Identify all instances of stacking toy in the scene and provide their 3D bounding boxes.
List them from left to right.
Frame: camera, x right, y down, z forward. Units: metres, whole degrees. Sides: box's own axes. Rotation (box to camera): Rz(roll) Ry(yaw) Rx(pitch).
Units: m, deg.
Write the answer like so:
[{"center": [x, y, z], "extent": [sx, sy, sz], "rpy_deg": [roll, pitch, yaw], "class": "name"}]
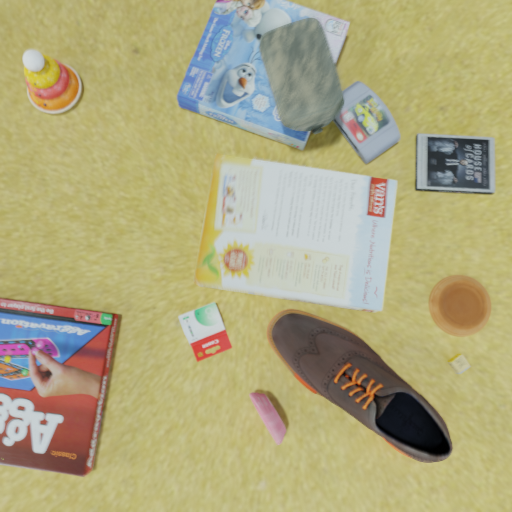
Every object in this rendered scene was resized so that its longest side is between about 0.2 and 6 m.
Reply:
[{"center": [-3.698, -3.160, 9.701], "extent": [0.988, 1.352, 0.988], "rpy_deg": [0, 81, 1], "class": "stacking toy"}]

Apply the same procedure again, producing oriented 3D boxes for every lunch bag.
[{"center": [0.749, -2.865, 9.110], "extent": [1.096, 1.319, 1.572], "rpy_deg": [-17, 86, 6], "class": "lunch bag"}]

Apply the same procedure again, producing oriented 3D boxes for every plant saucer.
[{"center": [0.209, 2.578, 9.019], "extent": [0.232, 0.916, 0.916], "rpy_deg": [-30, 82, -10], "class": "plant saucer"}, {"center": [3.534, 0.852, 9.653], "extent": [1.076, 0.201, 1.076], "rpy_deg": [0, 82, 0], "class": "plant saucer"}]

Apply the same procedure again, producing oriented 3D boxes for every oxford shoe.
[{"center": [1.674, 1.981, 8.933], "extent": [3.441, 1.248, 1.225], "rpy_deg": [35, 83, 5], "class": "oxford shoe"}]

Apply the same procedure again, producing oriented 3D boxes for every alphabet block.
[{"center": [3.427, 1.828, 9.478], "extent": [0.243, 0.241, 0.247], "rpy_deg": [-34, 83, -7], "class": "alphabet block"}]

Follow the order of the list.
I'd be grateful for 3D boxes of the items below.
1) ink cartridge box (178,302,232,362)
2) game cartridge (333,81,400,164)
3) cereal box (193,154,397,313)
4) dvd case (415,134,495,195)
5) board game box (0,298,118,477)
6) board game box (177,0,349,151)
[{"center": [-0.868, 1.303, 9.585], "extent": [0.681, 0.212, 0.846], "rpy_deg": [-22, 80, -3], "class": "ink cartridge box"}, {"center": [1.939, -2.432, 10.059], "extent": [0.883, 0.271, 1.326], "rpy_deg": [-36, 88, -5], "class": "game cartridge"}, {"center": [0.689, -0.382, 9.613], "extent": [3.198, 0.632, 2.301], "rpy_deg": [9, 80, 1], "class": "cereal box"}, {"center": [3.565, -1.648, 10.060], "extent": [1.394, 0.172, 1.048], "rpy_deg": [3, 81, 1], "class": "dvd case"}, {"center": [-5.087, 1.931, 9.339], "extent": [5.142, 0.500, 2.647], "rpy_deg": [7, 82, 1], "class": "board game box"}, {"center": [0.138, -3.460, 10.146], "extent": [2.425, 0.529, 2.437], "rpy_deg": [20, 81, 2], "class": "board game box"}]
